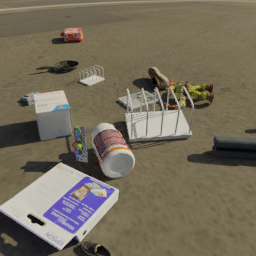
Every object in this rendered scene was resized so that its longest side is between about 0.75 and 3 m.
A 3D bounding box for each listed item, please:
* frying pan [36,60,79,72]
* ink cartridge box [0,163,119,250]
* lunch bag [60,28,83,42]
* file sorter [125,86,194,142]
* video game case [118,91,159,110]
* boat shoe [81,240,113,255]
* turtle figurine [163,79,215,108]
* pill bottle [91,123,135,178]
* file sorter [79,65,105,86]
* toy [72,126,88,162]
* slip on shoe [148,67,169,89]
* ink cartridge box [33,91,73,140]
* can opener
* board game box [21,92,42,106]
[{"bbox_3d":[-3.904,-3.463,16.180,1.433,0.386,2.368,24,41,34],"label":"frying pan"},{"bbox_3d":[-1.772,1.999,7.377,2.234,0.489,2.255,19,35,28],"label":"ink cartridge box"},{"bbox_3d":[-4.402,-7.271,21.816,1.698,0.790,1.928,-6,33,-9],"label":"lunch bag"},{"bbox_3d":[1.129,-0.606,10.462,2.331,1.451,1.617,-4,39,-5],"label":"file sorter"},{"bbox_3d":[0.493,-1.301,12.965,1.560,0.141,1.117,-19,37,-27],"label":"video game case"},{"bbox_3d":[-0.695,2.766,6.372,0.870,0.282,0.313,20,38,29],"label":"boat shoe"},{"bbox_3d":[2.796,-1.771,12.998,2.226,0.889,2.760,4,32,6],"label":"turtle figurine"},{"bbox_3d":[-0.555,0.655,9.011,1.040,1.040,1.821,-11,35,-16],"label":"pill bottle"},{"bbox_3d":[-1.929,-2.805,14.833,0.780,0.700,1.124,24,40,34],"label":"file sorter"},{"bbox_3d":[-1.597,0.513,8.891,0.269,1.141,0.657,-5,5,-42],"label":"toy"},{"bbox_3d":[1.424,-2.561,14.520,0.589,0.739,1.943,-23,43,-12],"label":"slip on shoe"},{"bbox_3d":[-2.883,-0.525,10.733,1.212,1.190,1.646,-10,34,-15],"label":"ink cartridge box"},{"bbox_3d":[4.207,0.785,9.099,2.775,0.740,0.928,3,32,7],"label":"can opener"},{"bbox_3d":[-4.465,-1.381,12.956,0.910,0.281,0.909,15,34,21],"label":"board game box"}]
